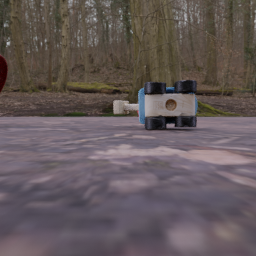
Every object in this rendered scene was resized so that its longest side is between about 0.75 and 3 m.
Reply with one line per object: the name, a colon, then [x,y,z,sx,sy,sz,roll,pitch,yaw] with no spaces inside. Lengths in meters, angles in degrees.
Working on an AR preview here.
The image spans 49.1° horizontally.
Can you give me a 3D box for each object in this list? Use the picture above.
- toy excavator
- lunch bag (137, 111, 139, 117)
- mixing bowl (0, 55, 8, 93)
toy excavator: [0.700,-0.594,8.142,2.364,1.215,2.432,-2,1,2]
lunch bag: [0.722,-0.588,11.244,0.314,0.676,0.768,44,9,-47]
mixing bowl: [-5.113,-1.490,8.505,1.415,2.613,2.613,34,4,1]
